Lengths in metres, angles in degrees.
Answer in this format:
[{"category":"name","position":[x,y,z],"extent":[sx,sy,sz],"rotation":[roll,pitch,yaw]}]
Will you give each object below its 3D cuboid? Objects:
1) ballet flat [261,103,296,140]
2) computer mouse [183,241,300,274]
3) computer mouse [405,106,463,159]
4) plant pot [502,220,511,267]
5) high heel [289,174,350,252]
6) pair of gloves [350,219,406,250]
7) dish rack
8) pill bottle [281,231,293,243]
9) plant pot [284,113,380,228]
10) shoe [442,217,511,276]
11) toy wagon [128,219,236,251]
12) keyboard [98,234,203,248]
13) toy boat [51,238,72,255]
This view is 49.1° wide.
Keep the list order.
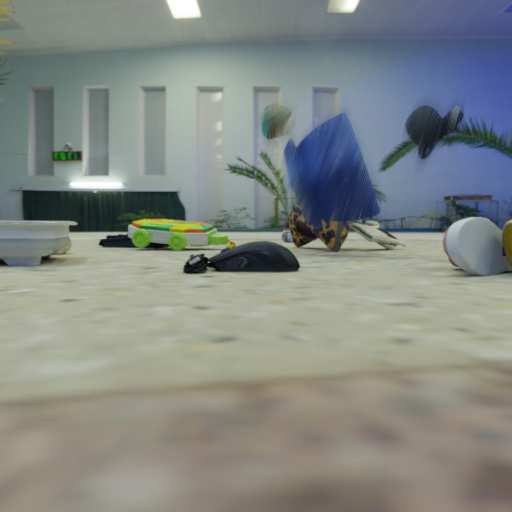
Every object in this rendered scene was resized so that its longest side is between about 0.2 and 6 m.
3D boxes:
[{"category":"ballet flat","position":[0.417,-2.425,10.257],"extent":[0.605,0.545,1.606],"rotation":[6,3,-2]},{"category":"computer mouse","position":[-0.160,0.006,6.482],"extent":[1.347,0.355,0.933],"rotation":[0,2,-2]},{"category":"computer mouse","position":[2.310,-1.809,7.642],"extent":[0.293,0.769,1.111],"rotation":[34,20,-17]},{"category":"plant pot","position":[3.075,-0.177,5.702],"extent":[0.882,0.937,0.937],"rotation":[-17,4,-2]},{"category":"high heel","position":[1.290,-0.400,12.482],"extent":[0.960,1.916,2.688],"rotation":[11,-34,-11]},{"category":"pair of gloves","position":[2.286,-0.794,12.522],"extent":[1.700,0.351,1.999],"rotation":[16,20,-50]},{"category":"dish rack","position":[-4.155,-0.215,7.943],"extent":[3.008,0.655,2.582],"rotation":[-1,2,-14]},{"category":"pill bottle","position":[1.149,-0.610,17.834],"extent":[0.401,0.401,0.689],"rotation":[-2,4,-39]},{"category":"plant pot","position":[1.271,-1.416,9.825],"extent":[1.280,1.424,1.423],"rotation":[-19,43,12]},{"category":"shoe","position":[2.399,-0.079,6.315],"extent":[1.688,0.603,0.768],"rotation":[4,-2,-41]},{"category":"toy wagon","position":[-1.588,-0.474,12.499],"extent":[2.369,0.469,1.838],"rotation":[5,11,12]},{"category":"keyboard","position":[-2.327,-0.494,15.122],"extent":[2.279,0.487,3.796],"rotation":[1,4,15]},{"category":"toy boat","position":[-4.036,-0.282,10.375],"extent":[1.125,0.523,0.945],"rotation":[0,4,-1]}]
